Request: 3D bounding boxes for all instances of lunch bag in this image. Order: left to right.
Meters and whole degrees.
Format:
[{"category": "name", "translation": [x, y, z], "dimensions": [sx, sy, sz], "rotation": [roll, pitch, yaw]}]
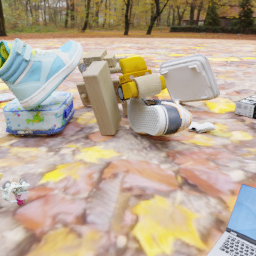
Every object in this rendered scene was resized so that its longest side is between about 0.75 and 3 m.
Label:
[{"category": "lunch bag", "translation": [-2.906, -0.568, 9.560], "dimensions": [1.973, 1.012, 2.455], "rotation": [-1, 22, 1]}]

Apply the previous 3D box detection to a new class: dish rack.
[{"category": "dish rack", "translation": [2.317, -1.816, 11.142], "dimensions": [2.305, 1.978, 0.502], "rotation": [-2, 34, 47]}]

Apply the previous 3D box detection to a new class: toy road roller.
[{"category": "toy road roller", "translation": [0.277, -1.546, 8.455], "dimensions": [1.071, 1.272, 1.742], "rotation": [-15, 9, -16]}]

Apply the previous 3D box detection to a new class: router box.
[{"category": "router box", "translation": [5.374, -0.693, 10.498], "dimensions": [1.568, 0.537, 2.103], "rotation": [-19, 29, -38]}]

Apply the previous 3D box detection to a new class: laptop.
[{"category": "laptop", "translation": [2.074, 1.694, 4.276], "dimensions": [1.284, 0.795, 1.371], "rotation": [17, 28, 38]}]

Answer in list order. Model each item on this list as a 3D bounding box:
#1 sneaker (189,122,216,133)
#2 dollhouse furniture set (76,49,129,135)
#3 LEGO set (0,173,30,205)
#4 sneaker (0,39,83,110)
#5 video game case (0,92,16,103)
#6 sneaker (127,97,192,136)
[{"category": "sneaker", "translation": [2.400, 0.026, 9.143], "dimensions": [0.877, 0.327, 0.382], "rotation": [1, 33, 20]}, {"category": "dollhouse furniture set", "translation": [-1.339, -1.235, 9.718], "dimensions": [2.299, 2.683, 2.822], "rotation": [-1, 37, 18]}, {"category": "LEGO set", "translation": [-3.286, 1.225, 5.795], "dimensions": [2.471, 0.920, 1.137], "rotation": [8, -12, 31]}, {"category": "sneaker", "translation": [-2.643, -2.151, 8.318], "dimensions": [1.154, 1.894, 2.901], "rotation": [-4, 45, 43]}, {"category": "video game case", "translation": [-5.640, -1.380, 12.756], "dimensions": [1.464, 0.128, 1.046], "rotation": [-21, 30, -40]}, {"category": "sneaker", "translation": [0.872, -0.345, 8.696], "dimensions": [1.169, 1.155, 2.944], "rotation": [-3, 14, -18]}]
